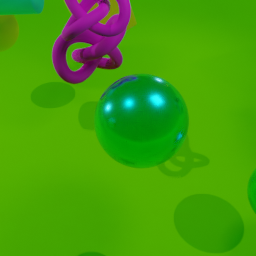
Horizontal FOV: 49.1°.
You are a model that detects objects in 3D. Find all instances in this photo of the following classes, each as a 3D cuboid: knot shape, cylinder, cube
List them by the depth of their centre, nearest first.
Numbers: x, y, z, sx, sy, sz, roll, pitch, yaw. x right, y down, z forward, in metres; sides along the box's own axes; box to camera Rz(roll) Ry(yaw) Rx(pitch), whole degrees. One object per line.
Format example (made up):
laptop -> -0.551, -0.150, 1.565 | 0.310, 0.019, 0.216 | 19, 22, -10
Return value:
knot shape -> -0.520, -1.945, 4.640 | 1.162, 0.574, 1.242 | 6, 71, 12
cylinder -> -2.536, -3.032, 5.861 | 1.230, 1.230, 1.230 | -2, 48, -1
knot shape -> -0.713, -1.628, 6.092 | 1.760, 1.647, 0.813 | -32, 84, 2
cube -> -0.765, -3.074, 7.123 | 1.292, 1.292, 1.292 | -31, 45, -3

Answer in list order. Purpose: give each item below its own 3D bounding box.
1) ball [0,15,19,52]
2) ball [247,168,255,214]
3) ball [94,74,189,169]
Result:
ball -> -3.612, -2.695, 7.505 | 1.286, 1.286, 1.286 | 0, 48, 0
ball -> 2.571, 1.053, 4.500 | 1.210, 1.210, 1.210 | 0, 48, 0
ball -> 0.193, -0.099, 4.091 | 1.370, 1.370, 1.370 | 0, 48, 0
